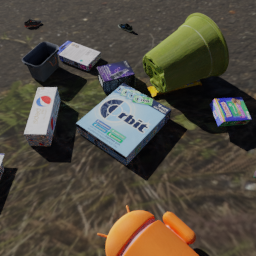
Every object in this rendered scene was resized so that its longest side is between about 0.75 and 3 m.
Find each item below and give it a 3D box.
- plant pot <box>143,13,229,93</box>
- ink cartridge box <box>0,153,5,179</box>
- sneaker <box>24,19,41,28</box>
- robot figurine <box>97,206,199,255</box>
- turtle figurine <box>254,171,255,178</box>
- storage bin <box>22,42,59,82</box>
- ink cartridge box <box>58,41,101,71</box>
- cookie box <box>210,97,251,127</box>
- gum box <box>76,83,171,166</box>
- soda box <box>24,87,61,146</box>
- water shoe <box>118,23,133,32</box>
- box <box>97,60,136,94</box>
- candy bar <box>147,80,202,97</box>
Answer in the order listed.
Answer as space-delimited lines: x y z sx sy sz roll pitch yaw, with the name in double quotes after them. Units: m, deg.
2.005 -2.598 10.784 2.490 2.622 2.622 -32 58 -10 "plant pot"
-4.577 1.686 8.736 0.985 0.388 1.981 4 53 4 "ink cartridge box"
-4.879 -5.412 14.316 0.891 0.365 0.343 -24 56 -18 "sneaker"
0.618 3.159 6.818 2.811 1.639 2.022 37 101 25 "robot figurine"
4.632 2.016 8.127 1.563 1.051 2.088 -7 46 -5 "turtle figurine"
-3.488 -2.714 11.782 1.106 1.021 1.520 21 56 16 "storage bin"
-2.274 -3.283 12.641 1.844 0.387 1.101 25 56 15 "ink cartridge box"
3.656 -0.581 10.014 1.139 0.428 0.974 -5 63 -14 "cookie box"
-0.113 -0.255 10.122 2.257 0.592 2.657 31 58 22 "gum box"
-3.061 -0.463 10.200 0.776 0.725 2.279 1 51 0 "soda box"
-0.118 -5.149 14.125 0.862 0.340 0.308 28 57 20 "water shoe"
-0.485 -2.100 11.499 1.351 0.704 0.999 -18 53 -13 "box"
1.962 -1.738 11.496 2.304 0.255 0.574 -14 51 -11 "candy bar"
